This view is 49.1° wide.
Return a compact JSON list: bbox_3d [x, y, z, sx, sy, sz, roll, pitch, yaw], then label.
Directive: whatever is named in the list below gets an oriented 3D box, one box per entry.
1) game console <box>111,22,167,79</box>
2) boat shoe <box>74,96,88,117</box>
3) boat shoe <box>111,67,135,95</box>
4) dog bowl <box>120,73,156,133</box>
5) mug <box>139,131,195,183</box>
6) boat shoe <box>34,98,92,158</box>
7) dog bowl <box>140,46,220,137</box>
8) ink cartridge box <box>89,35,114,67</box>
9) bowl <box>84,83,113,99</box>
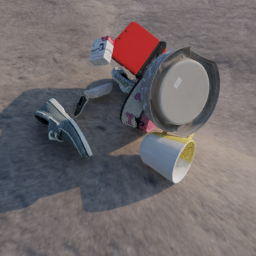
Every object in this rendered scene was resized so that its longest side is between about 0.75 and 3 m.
[{"bbox_3d":[0.351,-2.187,9.544,1.337,1.941,2.253,16,49,18],"label":"game console"},{"bbox_3d":[-1.559,-0.704,9.009,0.236,0.757,0.283,24,13,-41],"label":"boat shoe"},{"bbox_3d":[-0.124,-1.734,9.885,0.595,0.517,1.614,19,28,-35],"label":"boat shoe"},{"bbox_3d":[0.796,-0.818,8.118,0.825,2.238,2.238,40,56,15],"label":"dog bowl"},{"bbox_3d":[1.051,0.613,7.482,1.211,1.182,1.476,22,34,31],"label":"mug"},{"bbox_3d":[-1.911,0.098,8.072,0.826,0.973,2.673,-33,50,-16],"label":"boat shoe"},{"bbox_3d":[1.273,-0.905,6.973,2.236,2.236,0.656,-26,28,-23],"label":"dog bowl"},{"bbox_3d":[-0.778,-2.254,8.236,0.570,0.327,0.786,-3,66,31],"label":"ink cartridge box"},{"bbox_3d":[-0.985,-1.242,9.513,0.836,0.313,0.838,-27,17,-36],"label":"bowl"}]
